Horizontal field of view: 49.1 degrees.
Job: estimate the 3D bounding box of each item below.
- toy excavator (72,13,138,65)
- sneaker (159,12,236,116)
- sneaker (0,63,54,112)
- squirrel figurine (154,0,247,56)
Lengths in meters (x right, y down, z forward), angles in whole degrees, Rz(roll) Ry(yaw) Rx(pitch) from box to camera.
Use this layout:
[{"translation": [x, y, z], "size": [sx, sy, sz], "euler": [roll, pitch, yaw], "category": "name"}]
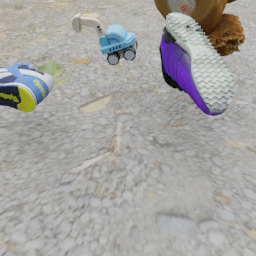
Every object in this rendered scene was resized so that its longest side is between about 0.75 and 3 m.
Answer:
[{"translation": [-0.680, -2.908, 8.790], "size": [1.692, 1.740, 0.869], "euler": [-12, 37, 18], "category": "toy excavator"}, {"translation": [1.416, -1.251, 6.468], "size": [0.952, 1.361, 2.737], "euler": [-4, 59, -21], "category": "sneaker"}, {"translation": [-3.018, -1.173, 7.347], "size": [2.608, 0.964, 1.073], "euler": [19, 51, 28], "category": "sneaker"}, {"translation": [2.432, -3.540, 8.199], "size": [2.059, 2.910, 2.716], "euler": [14, 38, 45], "category": "squirrel figurine"}]
